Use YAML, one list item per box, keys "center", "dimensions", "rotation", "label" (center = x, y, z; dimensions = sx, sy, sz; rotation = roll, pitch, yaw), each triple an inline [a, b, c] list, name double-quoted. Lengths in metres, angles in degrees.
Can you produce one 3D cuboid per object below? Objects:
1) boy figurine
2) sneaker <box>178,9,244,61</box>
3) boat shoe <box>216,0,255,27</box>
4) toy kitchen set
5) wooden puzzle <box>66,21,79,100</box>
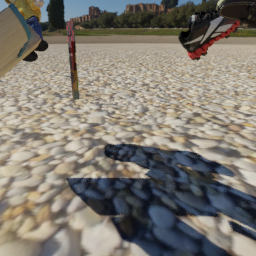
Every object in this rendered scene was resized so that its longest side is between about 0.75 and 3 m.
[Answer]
- center: [-3.111, -3.404, 8.428]
  dimensions: [1.689, 2.717, 0.875]
  rotation: [-30, -22, 30]
  label: "boy figurine"
- center: [2.954, -3.707, 9.932]
  dimensions: [1.423, 2.913, 1.029]
  rotation: [36, 46, -19]
  label: "sneaker"
- center: [3.051, -2.699, 6.523]
  dimensions: [1.920, 0.622, 0.703]
  rotation: [2, -21, 2]
  label: "boat shoe"
- center: [-2.835, -2.302, 5.414]
  dimensions: [1.571, 2.137, 2.667]
  rotation: [-49, 20, -21]
  label: "toy kitchen set"
- center: [-1.300, -1.586, 6.599]
  dimensions: [0.161, 1.359, 2.291]
  rotation: [-5, 44, -11]
  label: "wooden puzzle"
